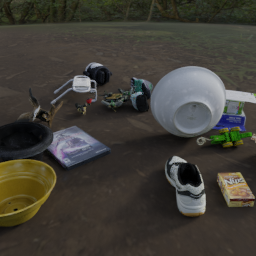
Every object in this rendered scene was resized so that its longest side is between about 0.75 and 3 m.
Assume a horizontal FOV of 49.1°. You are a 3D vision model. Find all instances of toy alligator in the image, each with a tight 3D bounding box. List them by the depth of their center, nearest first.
[{"bbox_3d":[3.349,0.393,10.011,2.171,0.644,0.589,-7,-14,-12],"label":"toy alligator"}]

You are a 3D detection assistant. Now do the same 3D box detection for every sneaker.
[{"bbox_3d":[1.616,1.269,7.691,0.895,1.037,2.366,-5,25,-5],"label":"sneaker"},{"bbox_3d":[0.976,-2.149,14.702,1.100,0.935,2.513,-3,26,-16],"label":"sneaker"}]

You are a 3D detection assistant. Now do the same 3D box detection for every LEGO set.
[{"bbox_3d":[-0.948,-1.139,13.097,2.935,0.832,1.906,-15,25,0],"label":"LEGO set"}]

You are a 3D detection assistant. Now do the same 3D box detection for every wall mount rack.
[{"bbox_3d":[-2.726,-1.907,14.260,2.236,0.960,2.574,0,26,-8],"label":"wall mount rack"}]

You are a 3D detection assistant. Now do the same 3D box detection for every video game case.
[{"bbox_3d":[-1.975,0.623,9.896,1.683,0.224,2.357,-20,34,-35],"label":"video game case"}]

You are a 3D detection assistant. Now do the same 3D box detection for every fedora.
[{"bbox_3d":[-3.391,0.667,8.869,2.276,1.039,2.276,0,26,0],"label":"fedora"}]

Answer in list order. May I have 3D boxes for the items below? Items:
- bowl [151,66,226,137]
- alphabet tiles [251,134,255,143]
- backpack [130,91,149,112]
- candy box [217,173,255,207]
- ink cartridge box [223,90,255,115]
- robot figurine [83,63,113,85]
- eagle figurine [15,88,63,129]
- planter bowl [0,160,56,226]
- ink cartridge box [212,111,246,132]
[{"bbox_3d":[2.167,-0.643,9.770,2.730,2.730,1.227,1,34,2],"label":"bowl"},{"bbox_3d":[5.163,0.459,10.413,1.043,0.039,0.872,16,31,29],"label":"alphabet tiles"},{"bbox_3d":[0.528,-1.289,13.025,0.708,0.934,1.119,-9,22,-8],"label":"backpack"},{"bbox_3d":[2.926,1.667,7.681,0.647,0.310,1.122,-1,27,1],"label":"candy box"},{"bbox_3d":[4.770,-1.056,11.812,1.671,0.633,1.235,9,28,10],"label":"ink cartridge box"},{"bbox_3d":[-1.755,-3.192,16.429,1.386,1.151,1.845,38,-2,-42],"label":"robot figurine"},{"bbox_3d":[-3.815,-0.688,11.502,1.904,1.437,1.445,23,43,18],"label":"eagle figurine"},{"bbox_3d":[-2.839,1.730,6.900,2.178,0.907,2.178,1,26,0],"label":"planter bowl"},{"bbox_3d":[3.815,-0.614,12.089,2.230,0.454,2.235,5,27,9],"label":"ink cartridge box"}]
